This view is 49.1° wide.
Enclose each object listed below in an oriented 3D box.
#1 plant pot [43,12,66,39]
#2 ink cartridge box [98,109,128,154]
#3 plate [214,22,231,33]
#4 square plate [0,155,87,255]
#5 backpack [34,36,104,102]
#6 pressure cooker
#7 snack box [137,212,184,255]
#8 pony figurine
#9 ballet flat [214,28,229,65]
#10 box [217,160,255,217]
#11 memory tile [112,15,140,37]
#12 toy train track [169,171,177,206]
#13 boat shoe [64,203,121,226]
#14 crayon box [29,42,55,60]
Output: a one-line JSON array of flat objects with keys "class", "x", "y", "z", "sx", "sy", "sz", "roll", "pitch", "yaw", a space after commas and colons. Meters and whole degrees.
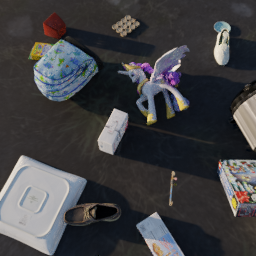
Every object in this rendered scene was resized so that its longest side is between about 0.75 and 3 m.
[{"class": "plant pot", "x": -3.219, "y": -4.487, "z": 12.520, "sx": 0.703, "sy": 0.798, "sz": 0.798, "roll": 34, "pitch": 67, "yaw": 5}, {"class": "ink cartridge box", "x": -0.508, "y": 0.153, "z": 9.990, "sx": 0.553, "sy": 0.979, "sz": 1.336, "roll": 22, "pitch": 66, "yaw": 10}, {"class": "plate", "x": 4.340, "y": -4.612, "z": 12.924, "sx": 0.754, "sy": 0.096, "sz": 0.754, "roll": 0, "pitch": 62, "yaw": 0}, {"class": "square plate", "x": -3.052, "y": 2.390, "z": 9.200, "sx": 2.598, "sy": 0.370, "sz": 2.574, "roll": 19, "pitch": 64, "yaw": 9}, {"class": "backpack", "x": -2.481, "y": -2.258, "z": 10.934, "sx": 2.046, "sy": 1.928, "sz": 2.508, "roll": 37, "pitch": 83, "yaw": 11}, {"class": "pressure cooker", "x": 4.867, "y": -0.569, "z": 9.654, "sx": 2.198, "sy": 2.232, "sz": 2.499, "roll": -20, "pitch": 65, "yaw": -6}, {"class": "snack box", "x": 1.147, "y": 3.727, "z": 8.565, "sx": 0.770, "sy": 0.260, "sz": 2.142, "roll": -28, "pitch": 66, "yaw": -14}, {"class": "pony figurine", "x": 1.212, "y": -1.702, "z": 10.574, "sx": 2.564, "sy": 2.212, "sz": 2.656, "roll": -24, "pitch": 80, "yaw": -2}, {"class": "ballet flat", "x": 4.113, "y": -3.580, "z": 12.114, "sx": 0.637, "sy": 0.637, "sz": 1.836, "roll": 10, "pitch": 64, "yaw": 5}, {"class": "box", "x": 4.583, "y": 1.836, "z": 8.811, "sx": 2.996, "sy": 0.597, "sz": 2.051, "roll": 1, "pitch": 32, "yaw": 0}, {"class": "memory tile", "x": -0.090, "y": -4.738, "z": 12.989, "sx": 0.867, "sy": 0.095, "sz": 1.131, "roll": 41, "pitch": 69, "yaw": 18}, {"class": "toy train track", "x": 1.030, "y": 1.370, "z": 6.340, "sx": 0.124, "sy": 0.436, "sz": 0.760, "roll": 5, "pitch": 88, "yaw": 13}, {"class": "boat shoe", "x": -1.118, "y": 2.641, "z": 8.822, "sx": 1.825, "sy": 0.669, "sz": 0.680, "roll": -6, "pitch": 64, "yaw": -9}, {"class": "crayon box", "x": -3.672, "y": -3.292, "z": 12.127, "sx": 1.202, "sy": 0.310, "sz": 0.756, "roll": 7, "pitch": 63, "yaw": 4}]
